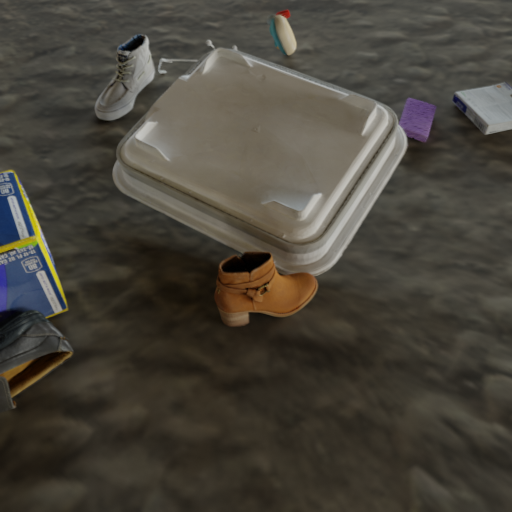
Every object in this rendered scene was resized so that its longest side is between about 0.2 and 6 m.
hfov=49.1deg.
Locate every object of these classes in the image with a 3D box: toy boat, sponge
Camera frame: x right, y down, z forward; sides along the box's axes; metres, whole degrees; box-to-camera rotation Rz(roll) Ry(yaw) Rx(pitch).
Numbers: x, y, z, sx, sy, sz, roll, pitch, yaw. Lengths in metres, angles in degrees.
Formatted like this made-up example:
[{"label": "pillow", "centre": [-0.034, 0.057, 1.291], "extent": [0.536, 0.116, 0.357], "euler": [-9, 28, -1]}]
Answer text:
[{"label": "toy boat", "centre": [0.521, -4.945, 12.321], "extent": [0.522, 0.944, 1.124], "euler": [-15, 58, 18]}, {"label": "sponge", "centre": [3.076, -2.622, 10.742], "extent": [0.575, 0.154, 1.030], "euler": [20, 53, 9]}]

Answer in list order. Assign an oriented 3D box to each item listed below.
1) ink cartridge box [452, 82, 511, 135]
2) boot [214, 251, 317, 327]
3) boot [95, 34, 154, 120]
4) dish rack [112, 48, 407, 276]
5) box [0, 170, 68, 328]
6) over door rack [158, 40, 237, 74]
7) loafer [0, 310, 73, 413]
[{"label": "ink cartridge box", "centre": [4.690, -2.902, 10.983], "extent": [1.208, 0.245, 1.205], "euler": [-14, 50, -12]}, {"label": "boot", "centre": [0.164, 0.300, 7.573], "extent": [1.546, 1.200, 0.593], "euler": [-14, 51, -12]}, {"label": "boot", "centre": [-2.668, -3.610, 11.126], "extent": [0.734, 0.954, 1.996], "euler": [12, 50, 10]}, {"label": "dish rack", "centre": [0.022, -1.915, 9.268], "extent": [4.273, 0.930, 3.667], "euler": [26, 65, 20]}, {"label": "box", "centre": [-4.973, 0.586, 7.033], "extent": [4.635, 1.624, 1.490], "euler": [-22, 53, -17]}, {"label": "over door rack", "centre": [-1.058, -3.867, 11.602], "extent": [1.787, 0.595, 1.320], "euler": [-13, 50, -11]}, {"label": "loafer", "centre": [-3.220, 1.583, 6.776], "extent": [0.783, 0.788, 2.166], "euler": [31, 57, 18]}]
